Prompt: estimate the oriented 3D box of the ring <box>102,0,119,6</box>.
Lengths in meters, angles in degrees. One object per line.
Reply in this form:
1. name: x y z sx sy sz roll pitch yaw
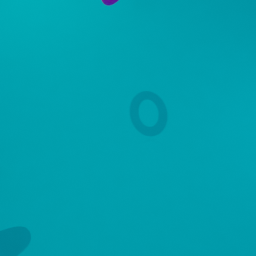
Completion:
1. ring: -0.068 -2.717 5.017 0.236 1.178 1.178 33 69 -27
